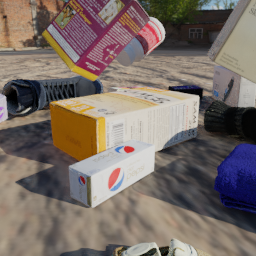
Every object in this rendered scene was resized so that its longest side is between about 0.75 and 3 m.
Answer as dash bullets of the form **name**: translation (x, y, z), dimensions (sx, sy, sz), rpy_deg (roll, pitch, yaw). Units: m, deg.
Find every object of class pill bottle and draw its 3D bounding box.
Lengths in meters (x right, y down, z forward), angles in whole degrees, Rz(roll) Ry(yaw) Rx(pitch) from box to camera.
- **pill bottle**: translation (0.368, -2.954, 9.714), dimensions (1.030, 1.030, 1.834), rpy_deg (19, 55, 44)

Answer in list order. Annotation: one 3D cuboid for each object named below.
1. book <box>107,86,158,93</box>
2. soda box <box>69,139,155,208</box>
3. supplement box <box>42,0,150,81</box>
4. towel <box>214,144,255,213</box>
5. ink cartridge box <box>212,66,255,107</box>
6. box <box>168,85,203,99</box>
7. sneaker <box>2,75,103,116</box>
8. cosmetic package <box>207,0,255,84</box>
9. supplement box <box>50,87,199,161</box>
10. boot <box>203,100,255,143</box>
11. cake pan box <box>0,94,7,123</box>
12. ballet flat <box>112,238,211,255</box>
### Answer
- **book**: translation (0.247, -1.526, 11.653), dimensions (1.926, 0.463, 1.287), rpy_deg (-6, 17, -20)
- **soda box**: translation (-0.206, 0.696, 4.760), dimensions (0.519, 0.555, 1.629), rpy_deg (15, 23, 38)
- **supplement box**: translation (-0.775, -2.438, 6.758), dimensions (1.393, 2.128, 1.098), rpy_deg (52, 16, 19)
- **towel**: translation (2.826, 0.920, 4.102), dimensions (2.730, 0.676, 2.016), rpy_deg (11, 15, 31)
- **ink cartridge box**: translation (3.729, -1.996, 9.865), dimensions (0.616, 2.426, 2.754), rpy_deg (0, 18, -1)
- **box**: translation (2.319, -1.445, 11.355), dimensions (1.176, 0.464, 0.830), rpy_deg (-4, 16, -10)
- **sneaker**: translation (-2.405, -1.041, 8.821), dimensions (3.005, 1.143, 2.172), rpy_deg (-3, 11, 8)
- **cosmetic package**: translation (3.482, -2.766, 7.248), dimensions (1.472, 2.843, 1.039), rpy_deg (24, 25, -6)
- **supplement box**: translation (-0.008, -0.183, 6.495), dimensions (2.976, 1.094, 1.876), rpy_deg (-16, 23, -39)
- **boot**: translation (2.555, -0.143, 6.390), dimensions (1.777, 0.894, 2.377), rpy_deg (18, 6, 29)
- **cake pan box**: translation (-4.386, -0.340, 5.703), dimensions (2.584, 0.734, 2.806), rpy_deg (26, 36, 9)
- **ballet flat**: translation (0.374, 1.389, 2.958), dimensions (1.183, 0.386, 0.417), rpy_deg (-4, 20, -11)
